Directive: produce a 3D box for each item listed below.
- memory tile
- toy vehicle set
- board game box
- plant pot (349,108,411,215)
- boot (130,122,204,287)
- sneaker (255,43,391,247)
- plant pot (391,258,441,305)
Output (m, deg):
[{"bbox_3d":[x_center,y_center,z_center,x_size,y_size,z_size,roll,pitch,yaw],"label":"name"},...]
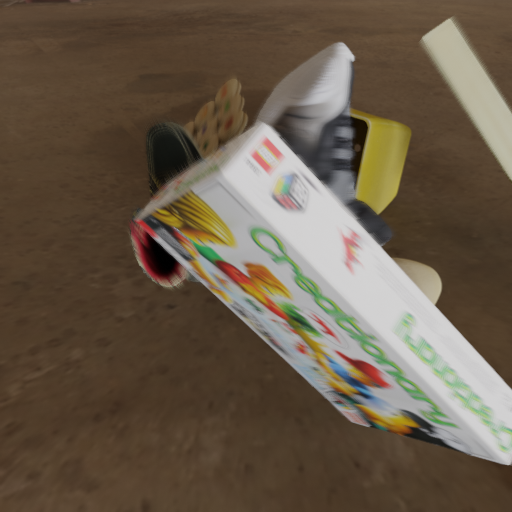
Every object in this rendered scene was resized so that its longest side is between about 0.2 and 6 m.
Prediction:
[{"bbox_3d":[-1.126,-2.167,10.655,0.209,2.488,1.907,32,31,-31],"label":"memory tile"},{"bbox_3d":[4.007,-2.031,9.248,0.476,3.590,2.230,-32,-8,24],"label":"toy vehicle set"},{"bbox_3d":[0.580,0.486,5.086,0.583,3.371,2.128,-52,17,-22],"label":"board game box"},{"bbox_3d":[1.741,-1.874,10.804,1.892,2.145,2.145,-16,34,-39],"label":"plant pot"},{"bbox_3d":[-1.081,-0.708,7.151,0.823,2.279,1.721,-14,2,9],"label":"boot"},{"bbox_3d":[0.950,-1.162,7.757,1.355,2.044,3.591,-14,45,47],"label":"sneaker"},{"bbox_3d":[2.052,0.509,7.893,1.254,1.175,1.175,-12,32,-43],"label":"plant pot"}]
